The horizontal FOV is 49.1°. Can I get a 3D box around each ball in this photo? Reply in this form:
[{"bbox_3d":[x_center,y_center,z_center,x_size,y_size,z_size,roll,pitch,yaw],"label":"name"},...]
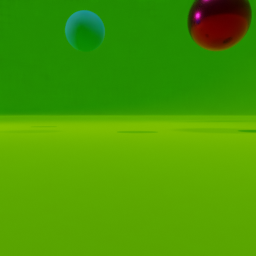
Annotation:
[{"bbox_3d":[1.997,-2.394,6.179,1.358,1.358,1.358,0,3,0],"label":"ball"},{"bbox_3d":[-0.915,-2.063,5.991,0.833,0.833,0.833,0,3,0],"label":"ball"}]
